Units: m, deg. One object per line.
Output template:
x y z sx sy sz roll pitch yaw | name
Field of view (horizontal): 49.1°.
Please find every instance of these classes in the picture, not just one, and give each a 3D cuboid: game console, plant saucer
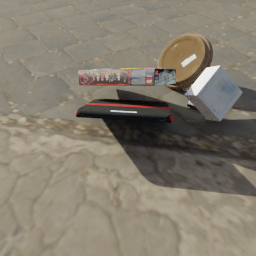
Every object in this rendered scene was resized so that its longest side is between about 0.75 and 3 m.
-0.015 -0.461 7.816 2.448 0.380 2.165 3 15 6 | game console
1.877 -2.364 9.699 2.109 0.311 2.109 -15 64 34 | plant saucer

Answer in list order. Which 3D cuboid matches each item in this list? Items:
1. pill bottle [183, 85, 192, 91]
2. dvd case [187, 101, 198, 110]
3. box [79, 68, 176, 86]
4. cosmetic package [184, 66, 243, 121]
2.329 -1.796 9.847 0.631 0.631 1.118 29 49 29 | pill bottle
2.437 -0.907 9.191 0.753 0.124 1.001 19 45 16 | dvd case
0.003 -1.561 8.537 2.498 0.498 1.710 5 13 27 | box
2.477 -0.993 8.124 1.125 1.129 0.694 -51 17 -8 | cosmetic package
